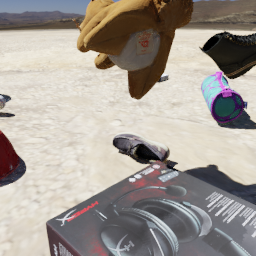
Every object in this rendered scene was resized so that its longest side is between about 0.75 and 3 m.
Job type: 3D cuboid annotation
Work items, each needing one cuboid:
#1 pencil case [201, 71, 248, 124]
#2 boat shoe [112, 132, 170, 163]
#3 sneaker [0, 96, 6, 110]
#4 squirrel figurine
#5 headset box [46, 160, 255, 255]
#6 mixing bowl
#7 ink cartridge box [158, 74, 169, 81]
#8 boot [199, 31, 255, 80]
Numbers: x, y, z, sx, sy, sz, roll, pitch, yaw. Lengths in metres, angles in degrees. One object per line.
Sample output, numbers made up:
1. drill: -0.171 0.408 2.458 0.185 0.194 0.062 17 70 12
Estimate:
1. pencil case: 3.261 -1.138 9.850 1.111 1.207 2.611 6 23 4
2. boat shoe: 0.254 0.503 6.975 1.550 0.557 0.502 17 23 21
3. sneaker: -5.288 -0.686 9.639 2.056 0.751 0.728 -7 39 -1
4. squirrel figurine: 0.010 -2.176 5.488 1.656 2.340 2.184 33 15 -41
5. headset box: 0.779 1.745 3.392 2.218 1.151 2.981 -21 30 -39
6. mixing bowl: -3.561 0.475 6.494 1.837 0.995 1.837 -1 24 0
7. ink cartridge box: 1.350 -2.680 14.550 1.121 0.243 1.110 22 32 36
8. boot: 2.810 -2.073 6.591 1.344 1.942 0.752 27 38 -32
